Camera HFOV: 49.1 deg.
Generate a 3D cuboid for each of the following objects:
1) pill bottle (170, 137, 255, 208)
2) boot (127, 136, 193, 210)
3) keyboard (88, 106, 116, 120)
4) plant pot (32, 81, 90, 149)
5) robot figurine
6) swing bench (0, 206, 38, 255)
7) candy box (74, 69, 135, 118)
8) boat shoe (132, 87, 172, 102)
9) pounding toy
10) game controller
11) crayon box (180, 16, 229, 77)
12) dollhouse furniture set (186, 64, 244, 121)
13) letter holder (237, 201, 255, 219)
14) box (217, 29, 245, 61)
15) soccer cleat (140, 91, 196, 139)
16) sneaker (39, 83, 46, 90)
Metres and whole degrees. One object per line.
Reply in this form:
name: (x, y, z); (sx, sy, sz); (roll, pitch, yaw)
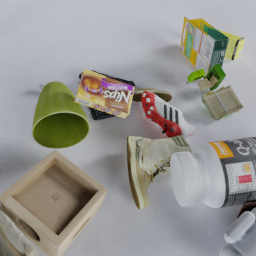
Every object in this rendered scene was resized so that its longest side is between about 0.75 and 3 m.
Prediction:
pill bottle: (2.532, 1.079, 6.868); (2.743, 1.596, 1.596); (-6, 42, -6)
boot: (0.900, 1.050, 7.481); (1.793, 0.836, 2.319); (-2, 40, -3)
keyboard: (-0.905, -1.043, 10.260); (1.201, 0.257, 2.000); (-13, 44, -14)
plant pot: (-2.006, -0.518, 8.115); (1.556, 1.556, 1.663); (-10, 52, -11)
robot figurine: (2.617, 2.403, 5.499); (1.994, 1.126, 1.691); (-45, 98, -9)
swing bench: (-3.418, 2.523, 5.180); (2.542, 1.658, 2.555); (33, 37, 33)
candy box: (-0.623, -0.920, 7.648); (1.497, 0.423, 0.874); (18, 69, -17)
boat shoe: (0.865, -1.255, 10.261); (1.495, 0.553, 0.496); (5, 48, 5)
pounding toy: (-2.223, 1.630, 6.193); (2.587, 1.183, 2.273); (34, 49, 12)
game controller: (-0.808, -1.838, 10.925); (2.171, 0.457, 1.132); (20, 17, 20)
crayon box: (3.155, -3.529, 11.963); (0.688, 1.678, 2.669); (-12, 43, -13)
dollhouse furniture set: (3.083, -1.152, 10.234); (1.292, 0.990, 1.972); (-21, 74, -14)
letter holder: (3.169, 2.064, 6.381); (1.062, 0.754, 0.534); (-1, 42, -2)
box: (4.106, -4.086, 13.173); (2.515, 0.947, 0.630); (32, 49, 32)
soccer cleat: (1.248, -0.452, 9.255); (1.011, 0.814, 2.373); (-12, 44, -28)
sneaker: (-3.109, -1.564, 10.872); (0.755, 0.283, 0.376); (21, 33, 15)
